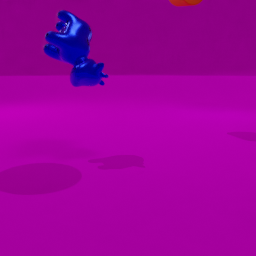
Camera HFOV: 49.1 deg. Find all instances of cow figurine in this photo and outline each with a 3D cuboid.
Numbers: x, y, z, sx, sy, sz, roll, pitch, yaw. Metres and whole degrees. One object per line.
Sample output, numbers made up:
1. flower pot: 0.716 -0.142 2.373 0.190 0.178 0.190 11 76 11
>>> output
1. cow figurine: -0.981 -1.577 5.781 1.434 1.458 0.800 23 -27 -11

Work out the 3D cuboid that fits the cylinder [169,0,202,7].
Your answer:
1. cylinder: 1.669 -3.948 8.010 0.847 0.847 0.847 -4 22 -20
